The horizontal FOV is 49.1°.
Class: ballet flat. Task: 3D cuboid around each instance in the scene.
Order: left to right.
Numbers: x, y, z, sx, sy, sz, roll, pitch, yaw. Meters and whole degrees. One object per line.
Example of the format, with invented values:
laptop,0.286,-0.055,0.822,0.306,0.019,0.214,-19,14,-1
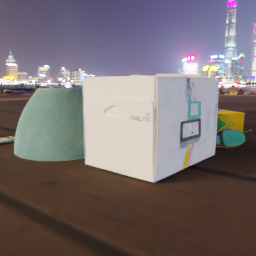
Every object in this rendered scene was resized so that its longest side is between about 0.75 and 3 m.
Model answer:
ballet flat,2.378,0.281,7.481,1.541,0.524,0.518,-2,1,-20

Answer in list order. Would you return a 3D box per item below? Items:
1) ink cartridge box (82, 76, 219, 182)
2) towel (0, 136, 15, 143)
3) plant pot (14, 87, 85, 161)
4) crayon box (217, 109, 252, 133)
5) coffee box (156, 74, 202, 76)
ink cartridge box,0.550,-0.184,6.007,1.833,1.824,2.498,7,11,40
towel,-3.670,0.366,8.217,0.619,0.095,0.812,6,12,37
plant pot,-1.689,-0.229,7.162,2.365,1.593,2.365,0,9,0
crayon box,2.697,-0.270,9.961,2.943,0.747,1.868,-3,10,-29
coffee box,2.780,-1.759,14.962,2.210,2.207,2.186,3,9,17
